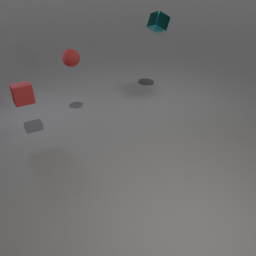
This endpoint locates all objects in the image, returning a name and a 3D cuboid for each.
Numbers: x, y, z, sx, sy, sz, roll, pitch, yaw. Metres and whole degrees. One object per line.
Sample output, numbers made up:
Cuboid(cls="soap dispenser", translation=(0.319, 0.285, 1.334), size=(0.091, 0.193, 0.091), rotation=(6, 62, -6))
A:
Cuboid(cls="ball", translation=(-2.262, -2.780, 11.101), size=(0.700, 0.700, 0.700), rotation=(0, 31, 0))
Cuboid(cls="cube", translation=(1.401, -4.869, 12.911), size=(0.700, 0.700, 0.700), rotation=(17, 0, -33))
Cuboid(cls="cube", translation=(-3.831, -1.239, 10.167), size=(0.700, 0.700, 0.700), rotation=(-16, 28, -23))
